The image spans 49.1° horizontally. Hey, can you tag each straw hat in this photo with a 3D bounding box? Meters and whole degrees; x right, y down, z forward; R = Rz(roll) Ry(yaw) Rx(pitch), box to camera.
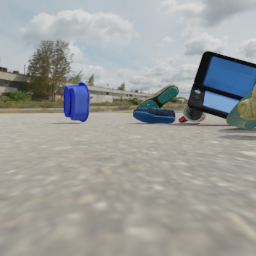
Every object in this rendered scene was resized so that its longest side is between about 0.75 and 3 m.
[{"bbox_3d":[2.540,-0.390,5.775,0.475,1.121,1.121,-11,3,5],"label":"straw hat"}]

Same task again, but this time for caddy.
[{"bbox_3d":[-2.098,-1.081,11.873,0.901,1.717,1.214,-7,20,-36],"label":"caddy"}]

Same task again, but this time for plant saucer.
[{"bbox_3d":[3.966,-0.663,7.821,2.473,0.445,2.473,-21,-26,-11],"label":"plant saucer"}]

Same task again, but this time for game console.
[{"bbox_3d":[3.637,-1.478,10.173,2.461,1.432,2.165,18,40,8],"label":"game console"}]

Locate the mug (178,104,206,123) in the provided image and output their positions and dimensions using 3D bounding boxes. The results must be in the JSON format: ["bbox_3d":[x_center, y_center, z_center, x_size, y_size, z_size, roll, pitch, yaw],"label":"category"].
[{"bbox_3d":[2.695,-0.612,11.637,1.094,0.822,1.233,-2,-3,24],"label":"mug"}]

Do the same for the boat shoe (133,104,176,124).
[{"bbox_3d":[1.065,-0.548,11.473,1.736,0.596,0.731,10,-38,-5],"label":"boat shoe"}]

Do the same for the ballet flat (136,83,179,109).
[{"bbox_3d":[1.253,-1.194,11.980,2.149,0.731,0.723,-29,23,21],"label":"ballet flat"}]
